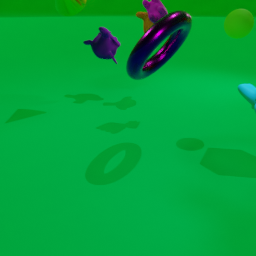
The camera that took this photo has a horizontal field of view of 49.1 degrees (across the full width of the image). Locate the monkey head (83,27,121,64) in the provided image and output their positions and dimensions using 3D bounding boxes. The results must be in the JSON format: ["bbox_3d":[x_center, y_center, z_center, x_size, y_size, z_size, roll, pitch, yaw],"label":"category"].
[{"bbox_3d":[-0.999,-3.377,11.259,1.790,1.079,1.288,35,1,15],"label":"monkey head"}]

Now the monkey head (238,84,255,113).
[{"bbox_3d":[1.837,-0.437,3.461,1.145,0.690,0.824,-9,52,-39],"label":"monkey head"}]

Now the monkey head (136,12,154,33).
[{"bbox_3d":[0.820,-3.866,10.621,1.167,0.978,1.622,12,24,4],"label":"monkey head"}]

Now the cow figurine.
[{"bbox_3d":[1.022,-3.401,8.630,0.651,1.186,1.167,-31,-21,23],"label":"cow figurine"}]

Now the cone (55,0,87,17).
[{"bbox_3d":[-2.146,-4.544,9.229,1.203,1.203,1.207,7,-5,15],"label":"cone"}]

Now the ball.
[{"bbox_3d":[2.951,-2.771,7.462,0.747,0.747,0.747,0,24,0],"label":"ball"}]

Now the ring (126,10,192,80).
[{"bbox_3d":[0.737,-1.915,6.669,0.393,1.966,1.966,48,40,10],"label":"ring"}]
